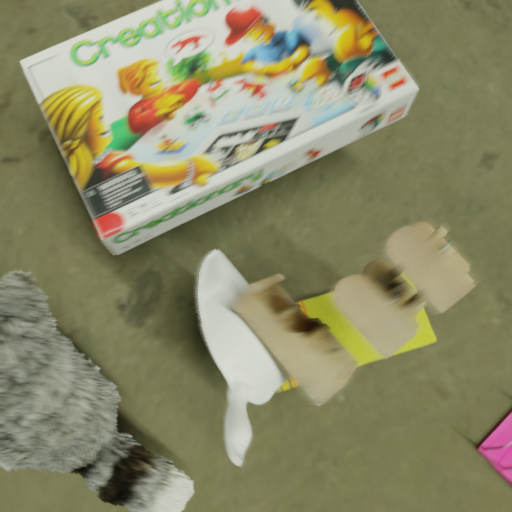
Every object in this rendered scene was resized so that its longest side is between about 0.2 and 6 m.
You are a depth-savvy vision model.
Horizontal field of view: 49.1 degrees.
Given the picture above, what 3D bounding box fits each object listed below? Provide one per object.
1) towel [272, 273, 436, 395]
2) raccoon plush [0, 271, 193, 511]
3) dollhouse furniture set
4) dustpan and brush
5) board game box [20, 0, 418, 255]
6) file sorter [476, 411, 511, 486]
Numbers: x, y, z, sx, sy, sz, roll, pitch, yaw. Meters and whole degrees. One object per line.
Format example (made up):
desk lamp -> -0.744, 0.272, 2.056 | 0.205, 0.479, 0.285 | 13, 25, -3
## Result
towel -> 1.351, 1.285, 9.425 | 3.097, 0.280, 1.333 | -16, 75, -7
raccoon plush -> -2.005, 1.497, 6.310 | 3.412, 2.286, 1.651 | 21, 52, -5
dollhouse furniture set -> 1.093, 0.321, 6.276 | 2.226, 1.951, 1.478 | -45, 80, 18
dustpan and brush -> -0.136, 1.296, 6.709 | 0.774, 2.706, 1.889 | -34, 116, 8
board game box -> -0.560, -2.494, 8.416 | 4.965, 0.859, 3.134 | -27, 75, -8
file sorter -> 4.434, 3.086, 8.283 | 1.143, 1.031, 1.644 | -40, 74, -13
